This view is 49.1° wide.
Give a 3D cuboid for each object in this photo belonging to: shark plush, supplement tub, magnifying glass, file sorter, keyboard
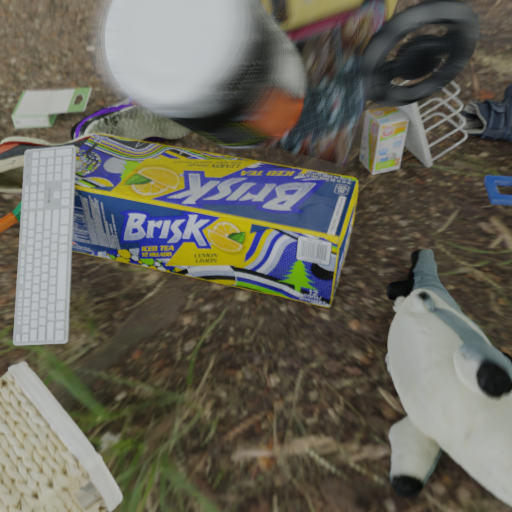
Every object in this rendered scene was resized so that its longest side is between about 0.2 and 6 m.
[{"bbox_3d":[2.594,1.479,7.332,1.847,2.014,4.434,16,20,-11],"label":"shark plush"},{"bbox_3d":[-0.465,-2.569,7.749,1.898,1.898,3.098,18,5,19],"label":"supplement tub"},{"bbox_3d":[-4.078,-0.771,9.823,1.592,0.634,0.178,-37,56,-20],"label":"magnifying glass"},{"bbox_3d":[3.324,-2.888,10.975,1.084,1.742,1.209,-32,47,3],"label":"file sorter"},{"bbox_3d":[-3.071,-0.196,8.188,0.831,0.157,2.952,-5,78,15],"label":"keyboard"}]

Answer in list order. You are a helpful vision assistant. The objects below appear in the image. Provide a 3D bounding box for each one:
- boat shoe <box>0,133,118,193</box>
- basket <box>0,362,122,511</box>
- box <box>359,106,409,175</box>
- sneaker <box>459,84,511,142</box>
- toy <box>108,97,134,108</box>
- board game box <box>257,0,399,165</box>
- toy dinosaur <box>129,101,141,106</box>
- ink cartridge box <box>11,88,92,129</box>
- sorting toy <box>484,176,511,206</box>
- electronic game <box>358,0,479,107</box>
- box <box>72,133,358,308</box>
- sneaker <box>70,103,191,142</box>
[{"bbox_3d":[-3.467,-1.585,10.279,3.068,1.092,0.960,3,47,7],"label":"boat shoe"},{"bbox_3d":[-2.450,2.222,6.134,1.059,1.163,1.716,-35,53,-27],"label":"basket"},{"bbox_3d":[2.475,-2.259,10.933,0.645,1.147,0.581,-14,45,-14],"label":"box"},{"bbox_3d":[5.218,-3.228,12.232,1.515,0.797,2.097,8,45,5],"label":"sneaker"},{"bbox_3d":[-2.376,-3.729,13.008,2.083,0.492,1.199,-32,51,-30],"label":"toy"},{"bbox_3d":[0.643,-3.926,9.172,3.073,4.536,0.785,15,41,2],"label":"board game box"},{"bbox_3d":[-1.518,-3.772,8.675,1.108,1.915,2.110,-2,62,-3],"label":"toy dinosaur"},{"bbox_3d":[-4.568,-3.359,12.681,1.595,0.382,1.160,-3,43,-3],"label":"ink cartridge box"},{"bbox_3d":[5.977,-0.943,10.019,3.785,0.516,2.131,-7,48,-7],"label":"sorting toy"},{"bbox_3d":[2.511,-3.091,8.693,1.920,1.920,0.400,-10,58,-11],"label":"electronic game"},{"bbox_3d":[-0.805,-0.648,8.968,4.564,1.467,1.599,12,44,12],"label":"box"},{"bbox_3d":[-2.607,-2.812,11.686,2.801,0.974,1.393,-27,31,-36],"label":"sneaker"}]
